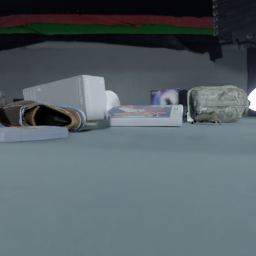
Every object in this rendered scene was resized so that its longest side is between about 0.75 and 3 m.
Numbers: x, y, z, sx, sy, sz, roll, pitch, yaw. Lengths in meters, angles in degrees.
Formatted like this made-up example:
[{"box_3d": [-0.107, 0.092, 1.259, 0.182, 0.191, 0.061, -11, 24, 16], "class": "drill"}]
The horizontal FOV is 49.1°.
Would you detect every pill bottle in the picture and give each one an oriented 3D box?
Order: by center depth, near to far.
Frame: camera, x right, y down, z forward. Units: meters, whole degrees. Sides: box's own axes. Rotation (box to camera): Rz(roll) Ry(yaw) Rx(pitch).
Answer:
[{"box_3d": [-1.785, -1.030, 13.801, 2.689, 1.506, 1.506, 3, 4, 42], "class": "pill bottle"}]

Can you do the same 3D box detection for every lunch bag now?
[{"box_3d": [4.171, -1.143, 13.285, 2.550, 1.777, 2.139, -1, 3, 0], "class": "lunch bag"}]

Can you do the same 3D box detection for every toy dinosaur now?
[{"box_3d": [3.029, -0.416, 10.993, 1.559, 0.600, 0.798, 6, -1, 37], "class": "toy dinosaur"}]

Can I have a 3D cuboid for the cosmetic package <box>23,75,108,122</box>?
[{"box_3d": [-1.718, -0.661, 7.668, 2.236, 1.195, 1.009, -8, -1, 33], "class": "cosmetic package"}]

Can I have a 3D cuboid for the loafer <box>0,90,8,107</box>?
[{"box_3d": [-5.521, -0.641, 9.578, 2.706, 0.978, 0.985, -15, 10, -38], "class": "loafer"}]

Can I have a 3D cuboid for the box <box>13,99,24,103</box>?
[{"box_3d": [-3.376, -0.679, 11.798, 1.802, 0.948, 2.200, 3, 2, 20], "class": "box"}]

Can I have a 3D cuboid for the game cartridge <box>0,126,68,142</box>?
[{"box_3d": [-1.690, 0.090, 4.870, 0.796, 0.245, 1.196, 8, 8, 40], "class": "game cartridge"}]

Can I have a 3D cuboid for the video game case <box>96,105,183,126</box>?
[{"box_3d": [0.567, -0.508, 10.445, 2.881, 0.331, 2.626, 0, 14, 11], "class": "video game case"}]

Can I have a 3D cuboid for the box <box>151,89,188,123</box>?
[{"box_3d": [1.983, -1.069, 13.660, 1.614, 1.601, 0.995, 2, 3, 40], "class": "box"}]

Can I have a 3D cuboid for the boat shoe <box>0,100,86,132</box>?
[{"box_3d": [-2.090, -0.292, 6.419, 2.134, 0.771, 0.772, 1, 0, 7], "class": "boat shoe"}]

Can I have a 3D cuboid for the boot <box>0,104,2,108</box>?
[{"box_3d": [-5.017, -0.451, 7.927, 1.705, 0.838, 2.382, 8, 13, 22], "class": "boot"}]

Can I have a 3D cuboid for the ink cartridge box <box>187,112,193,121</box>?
[{"box_3d": [2.698, -0.605, 15.435, 1.110, 0.513, 2.036, 3, 5, 42], "class": "ink cartridge box"}]
